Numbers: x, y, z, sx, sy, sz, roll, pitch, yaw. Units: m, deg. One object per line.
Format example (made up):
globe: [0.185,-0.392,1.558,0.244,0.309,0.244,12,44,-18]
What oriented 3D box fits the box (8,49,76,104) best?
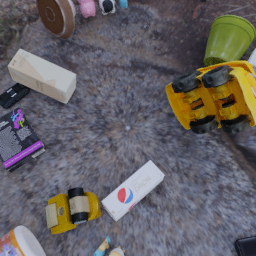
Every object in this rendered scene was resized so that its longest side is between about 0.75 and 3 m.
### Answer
box: [-2.671,-1.617,8.909,1.931,0.917,0.751,24,67,-1]

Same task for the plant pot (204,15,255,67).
plant pot: [3.273,-2.703,9.445,1.505,1.505,1.449,25,78,11]

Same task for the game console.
game console: [-3.553,-1.411,9.409,1.107,0.226,1.877,41,70,17]

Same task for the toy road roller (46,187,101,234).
toy road roller: [-1.386,2.203,7.474,1.445,1.055,0.888,-28,62,28]

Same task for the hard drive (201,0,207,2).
hard drive: [2.862,-5.902,11.078,0.276,1.018,1.458,-15,65,-7]

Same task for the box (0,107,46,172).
box: [-3.442,0.318,8.510,1.221,0.308,1.708,-33,72,-12]

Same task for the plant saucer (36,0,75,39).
plant saucer: [-2.590,-3.959,9.694,1.859,1.859,0.320,38,54,16]

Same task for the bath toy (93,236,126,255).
bath toy: [-0.036,3.476,6.907,1.692,0.736,0.625,38,48,11]

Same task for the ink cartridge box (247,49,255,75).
ink cartridge box: [4.231,-1.973,9.259,0.695,0.956,0.692,28,68,12]

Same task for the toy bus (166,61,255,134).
toy bus: [2.782,-1.108,7.929,2.441,2.543,1.726,-35,107,-27]

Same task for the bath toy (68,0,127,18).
bath toy: [-1.411,-4.740,10.295,2.776,1.026,1.207,-16,86,0]

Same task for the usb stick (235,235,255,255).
usb stick: [3.804,3.007,7.275,2.044,0.333,0.567,-10,59,-4]

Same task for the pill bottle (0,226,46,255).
pill bottle: [-3.141,3.468,6.547,2.222,1.247,1.247,-36,70,-15]

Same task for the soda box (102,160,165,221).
soda box: [0.150,1.725,7.740,1.790,0.570,0.610,-38,70,-16]
